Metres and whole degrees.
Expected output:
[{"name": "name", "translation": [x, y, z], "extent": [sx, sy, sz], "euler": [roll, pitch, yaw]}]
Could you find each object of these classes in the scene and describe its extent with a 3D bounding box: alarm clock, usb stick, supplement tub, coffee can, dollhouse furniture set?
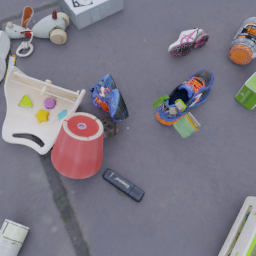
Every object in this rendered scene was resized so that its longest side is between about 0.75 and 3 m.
[{"name": "alarm clock", "translation": [-0.627, -0.110, 9.667], "extent": [1.127, 0.375, 0.760], "euler": [-31, 57, -28]}, {"name": "usb stick", "translation": [-0.150, 1.856, 9.119], "extent": [1.515, 0.247, 0.420], "euler": [32, 69, 14]}, {"name": "supplement tub", "translation": [4.810, -3.460, 11.201], "extent": [1.097, 1.097, 1.790], "euler": [28, 68, 13]}, {"name": "coffee can", "translation": [-3.446, 3.291, 8.135], "extent": [0.768, 0.768, 1.050], "euler": [17, 66, 8]}, {"name": "dollhouse furniture set", "translation": [1.473, -0.343, 8.595], "extent": [1.503, 0.751, 0.580], "euler": [52, 36, 5]}]

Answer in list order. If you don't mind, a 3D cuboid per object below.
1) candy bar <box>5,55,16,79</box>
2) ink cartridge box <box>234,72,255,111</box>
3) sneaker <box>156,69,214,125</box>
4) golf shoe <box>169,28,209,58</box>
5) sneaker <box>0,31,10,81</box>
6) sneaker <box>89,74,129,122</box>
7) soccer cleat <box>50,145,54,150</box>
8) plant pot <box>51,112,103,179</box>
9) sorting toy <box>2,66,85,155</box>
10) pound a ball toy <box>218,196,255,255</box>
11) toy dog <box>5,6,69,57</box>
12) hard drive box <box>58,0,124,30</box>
[{"name": "candy bar", "translation": [-4.702, -2.430, 11.244], "extent": [0.301, 0.134, 1.206], "euler": [-2, 65, -1]}, {"name": "ink cartridge box", "translation": [4.856, -1.804, 9.830], "extent": [1.569, 2.123, 0.804], "euler": [-42, 71, -18]}, {"name": "sneaker", "translation": [2.204, -1.235, 10.130], "extent": [1.055, 1.099, 2.801], "euler": [40, 71, 16]}, {"name": "golf shoe", "translation": [2.344, -3.521, 11.488], "extent": [1.954, 0.709, 0.900], "euler": [-28, 61, -23]}, {"name": "sneaker", "translation": [-5.524, -2.649, 11.019], "extent": [1.175, 0.999, 2.654], "euler": [-5, 57, 11]}, {"name": "sneaker", "translation": [-0.704, -0.922, 9.714], "extent": [1.049, 1.007, 2.674], "euler": [-26, 32, 0]}, {"name": "soccer cleat", "translation": [-2.197, 0.844, 9.570], "extent": [1.032, 0.349, 0.418], "euler": [11, 85, 9]}, {"name": "plant pot", "translation": [-1.500, 0.456, 8.711], "extent": [1.703, 1.507, 1.703], "euler": [10, 41, -9]}, {"name": "sorting toy", "translation": [-3.086, -0.438, 9.703], "extent": [2.725, 1.456, 2.453], "euler": [20, 74, 8]}, {"name": "pound a ball toy", "translation": [3.589, 3.612, 7.955], "extent": [1.794, 1.169, 2.752], "euler": [41, 69, -10]}, {"name": "toy dog", "translation": [-3.693, -4.209, 11.426], "extent": [2.691, 1.296, 1.775], "euler": [-22, 66, -9]}, {"name": "hard drive box", "translation": [-1.656, -5.687, 12.370], "extent": [2.380, 0.914, 1.855], "euler": [-32, 69, -14]}]
